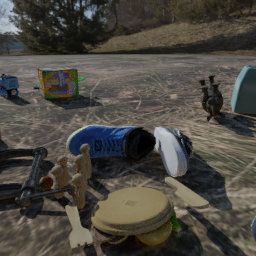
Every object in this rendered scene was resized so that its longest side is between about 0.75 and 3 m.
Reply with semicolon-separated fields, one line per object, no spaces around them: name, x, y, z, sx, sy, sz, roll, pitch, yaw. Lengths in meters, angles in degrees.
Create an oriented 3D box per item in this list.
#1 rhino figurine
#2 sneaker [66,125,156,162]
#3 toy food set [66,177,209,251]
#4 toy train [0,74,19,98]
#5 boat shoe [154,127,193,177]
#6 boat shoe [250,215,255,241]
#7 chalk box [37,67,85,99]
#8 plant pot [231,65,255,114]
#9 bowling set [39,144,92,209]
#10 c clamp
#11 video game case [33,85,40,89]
rhino figurine;3.256;-1.099;10.866;0.862;1.261;2.883;-9;24;15
sneaker;-0.336;0.386;7.109;2.242;0.860;1.247;-3;9;-29
toy food set;0.091;1.478;4.705;2.182;0.438;1.506;-11;14;-16
toy train;-6.305;-2.249;14.720;0.828;1.092;1.911;-14;23;-35
boat shoe;1.233;0.498;6.950;0.819;0.866;2.415;-2;11;-3
boat shoe;2.776;1.312;4.226;2.466;0.923;0.763;-5;20;-19
chalk box;-3.424;-2.417;14.763;2.299;1.423;1.430;-8;18;-25
plant pot;5.438;-1.681;11.848;1.799;1.833;1.794;5;18;15
bowling set;-1.288;0.912;5.610;1.047;0.807;1.504;-1;18;-5
c clamp;-2.395;0.994;6.248;2.261;0.358;2.647;-10;21;-12
video game case;-5.071;-2.528;17.155;1.212;0.115;0.866;-2;18;-3
